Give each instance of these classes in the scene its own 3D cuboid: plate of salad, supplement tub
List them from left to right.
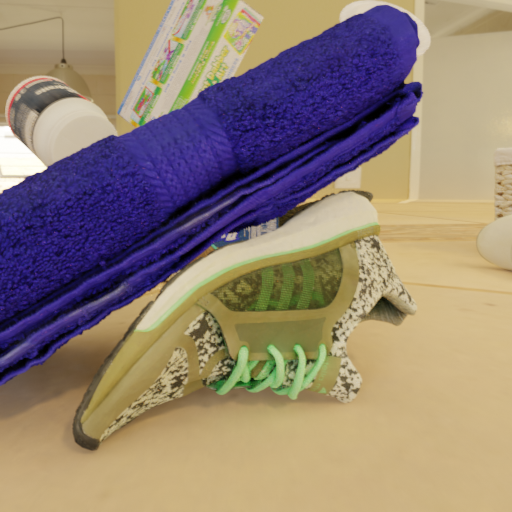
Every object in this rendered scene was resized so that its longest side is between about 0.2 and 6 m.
[{"bbox_3d":[-3.365,-2.205,9.708,1.350,1.350,1.923,-7,34,-44],"label":"supplement tub"},{"bbox_3d":[2.157,-3.783,9.478,1.589,1.589,0.382,-2,-32,-13],"label":"plate of salad"}]

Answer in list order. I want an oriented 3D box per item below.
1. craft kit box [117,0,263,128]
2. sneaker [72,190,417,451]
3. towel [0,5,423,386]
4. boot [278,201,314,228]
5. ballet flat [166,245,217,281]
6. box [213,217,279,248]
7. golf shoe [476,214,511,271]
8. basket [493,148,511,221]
[{"bbox_3d":[-1.226,-3.096,9.342,0.606,2.499,2.468,22,14,-36],"label":"craft kit box"},{"bbox_3d":[0.137,0.435,3.048,2.288,1.014,0.880,-31,-16,-32],"label":"sneaker"},{"bbox_3d":[-0.615,-0.158,3.449,3.082,0.764,2.276,-30,0,-11],"label":"towel"},{"bbox_3d":[1.747,-0.969,14.122,2.274,0.859,2.596,5,8,33],"label":"boot"},{"bbox_3d":[-1.365,-0.066,7.266,2.069,0.702,0.749,25,41,35],"label":"ballet flat"},{"bbox_3d":[-1.074,-0.624,10.966,2.910,0.935,1.019,-1,8,-13],"label":"box"},{"bbox_3d":[3.727,-0.089,7.233,1.141,0.919,2.347,-11,11,-32],"label":"golf shoe"},{"bbox_3d":[5.508,-0.882,9.112,2.381,1.915,2.359,-2,8,-24],"label":"basket"}]
